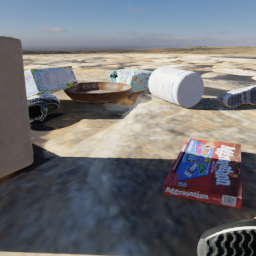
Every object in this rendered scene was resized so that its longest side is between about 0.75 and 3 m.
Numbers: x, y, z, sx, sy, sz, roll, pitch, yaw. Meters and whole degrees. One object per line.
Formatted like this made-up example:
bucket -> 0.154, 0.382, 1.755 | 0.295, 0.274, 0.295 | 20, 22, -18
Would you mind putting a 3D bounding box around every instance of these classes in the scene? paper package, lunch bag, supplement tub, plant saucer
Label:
paper package -> -3.050, -0.202, 4.432 | 1.384, 2.550, 2.675 | 10, 19, 28
lunch bag -> 0.123, -2.375, 13.682 | 1.479, 1.058, 1.736 | -16, 29, -39
supplement tub -> 1.834, -1.621, 10.870 | 1.333, 1.333, 2.021 | -8, 20, -23
plant saucer -> -1.303, -1.550, 12.009 | 2.939, 0.506, 2.939 | 0, 19, 0

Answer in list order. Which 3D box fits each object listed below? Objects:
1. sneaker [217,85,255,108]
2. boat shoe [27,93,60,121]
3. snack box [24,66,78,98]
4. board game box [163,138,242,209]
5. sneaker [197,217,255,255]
sneaker -> 4.352, -1.284, 10.752 | 2.017, 0.754, 0.827 | -8, 19, -23
boat shoe -> -2.867, -0.523, 8.623 | 0.771, 0.783, 2.174 | 37, 29, 23
snack box -> -3.365, -1.503, 10.124 | 2.113, 0.848, 2.505 | -16, 10, 22
board game box -> 1.540, 0.722, 5.389 | 1.205, 0.228, 2.341 | 7, 19, 19
sneaker -> 1.672, 1.286, 3.143 | 1.959, 0.685, 0.882 | -2, 1, -4
